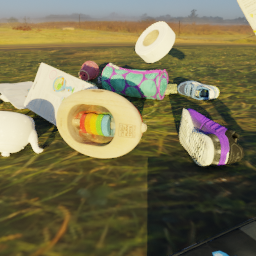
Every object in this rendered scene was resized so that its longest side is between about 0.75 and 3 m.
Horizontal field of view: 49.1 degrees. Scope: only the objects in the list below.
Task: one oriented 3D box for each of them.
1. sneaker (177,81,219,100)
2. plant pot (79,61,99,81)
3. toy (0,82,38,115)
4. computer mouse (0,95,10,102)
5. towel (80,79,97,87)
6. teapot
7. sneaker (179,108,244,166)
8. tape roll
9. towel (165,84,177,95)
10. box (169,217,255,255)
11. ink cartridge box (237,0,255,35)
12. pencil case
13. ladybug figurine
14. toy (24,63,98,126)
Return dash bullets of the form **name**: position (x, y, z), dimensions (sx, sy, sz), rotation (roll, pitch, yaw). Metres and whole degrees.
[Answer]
- **sneaker**: position (2.812, -1.547, 11.593), dimensions (1.759, 0.650, 0.723), rotation (13, 26, 33)
- **plant pot**: position (-2.178, -2.995, 15.128), dimensions (0.998, 0.998, 0.893), rotation (8, 38, 21)
- **toy**: position (-3.755, -1.048, 10.289), dimensions (1.522, 0.624, 2.643), rotation (-12, 29, -39)
- **computer mouse**: position (-4.766, -1.367, 11.336), dimensions (2.127, 0.467, 1.166), rotation (-6, 20, -16)
- **towel**: position (-2.419, -2.026, 13.309), dimensions (1.317, 0.324, 1.775), rotation (-15, 24, -36)
- **teapot**: position (-2.878, 0.190, 6.617), dimensions (1.297, 0.947, 1.280), rotation (-7, -16, 36)
- **sneaker**: position (2.000, 0.215, 6.789), dimensions (1.170, 0.818, 2.353), rotation (2, 25, -6)
- **tape roll**: position (0.978, -3.134, 10.264), dimensions (0.518, 1.482, 1.482), rotation (36, -4, -37)
- **towel**: position (1.430, -1.696, 12.379), dimensions (1.492, 0.272, 1.107), rotation (0, 22, 13)
- **box**: position (1.490, 1.890, 2.579), dimensions (1.768, 0.512, 2.224), rotation (-10, 23, -26)
- **ink cartridge box**: position (3.288, -2.925, 6.348), dimensions (1.216, 1.652, 1.195), rotation (-23, 46, 34)
- **pencil case**: position (0.232, -1.965, 11.655), dimensions (2.823, 1.304, 1.201), rotation (12, 39, 25)
- **ladybug figurine**: position (-0.596, -0.124, 6.528), dimensions (2.320, 1.575, 0.835), rotation (10, 15, 26)
- **toy**: position (-1.985, -0.873, 8.514), dimensions (2.636, 1.518, 0.622), rotation (28, 5, 36)
